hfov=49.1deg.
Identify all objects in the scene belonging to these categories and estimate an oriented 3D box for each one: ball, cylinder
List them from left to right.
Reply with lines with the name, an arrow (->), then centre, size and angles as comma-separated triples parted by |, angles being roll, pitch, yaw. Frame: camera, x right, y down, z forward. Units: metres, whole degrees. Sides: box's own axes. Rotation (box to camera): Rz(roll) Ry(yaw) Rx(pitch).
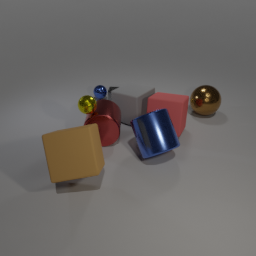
ball -> -1.484, -0.848, 10.217 | 0.700, 0.700, 0.700 | 0, 31, 0
ball -> -1.421, -1.851, 14.330 | 0.700, 0.700, 0.700 | 0, 31, 0
cylinder -> -0.980, -0.219, 11.016 | 1.400, 1.400, 1.400 | 0, 31, 1
cylinder -> 0.947, 0.196, 9.837 | 1.400, 1.400, 1.400 | -19, -4, -2
ball -> 3.535, -1.263, 12.802 | 1.400, 1.400, 1.400 | 0, 31, 0

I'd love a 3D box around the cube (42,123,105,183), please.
cube -> -1.576, 0.703, 8.439 | 1.400, 1.400, 1.400 | -10, 4, 3

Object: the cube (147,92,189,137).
cube -> 1.609, -0.595, 11.388 | 1.400, 1.400, 1.400 | 10, 19, 18

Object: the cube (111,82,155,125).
cube -> 0.255, -1.068, 12.366 | 1.400, 1.400, 1.400 | 17, 34, 34

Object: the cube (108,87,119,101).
cube -> -0.622, -1.627, 14.116 | 0.700, 0.700, 0.700 | 3, 31, 4
